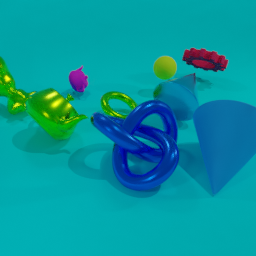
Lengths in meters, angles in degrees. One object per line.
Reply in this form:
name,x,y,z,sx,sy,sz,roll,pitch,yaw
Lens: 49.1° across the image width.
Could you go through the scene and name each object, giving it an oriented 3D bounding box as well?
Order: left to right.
cow figurine,-3.268,-1.176,7.457,1.640,1.667,0.915,17,45,25
teapot,-1.616,-0.365,6.408,1.013,1.287,2.069,-46,42,-12
teapot,-1.504,-1.520,8.725,0.542,0.689,1.107,-20,56,12
ring,-0.206,-0.567,7.480,1.126,0.225,1.126,17,42,-16
knot shape,0.268,0.334,5.537,2.011,0.929,1.882,3,49,-19
ball,1.130,-1.835,8.564,0.714,0.714,0.714,0,31,0
cone,1.518,-1.078,7.387,1.272,1.272,1.277,19,55,28
gear,2.530,-2.230,9.246,1.443,0.267,1.443,17,0,0
cone,1.860,0.580,5.463,1.611,1.611,1.617,13,60,21
